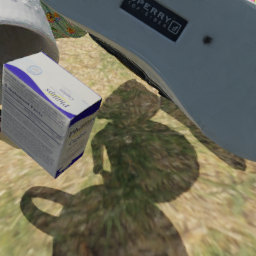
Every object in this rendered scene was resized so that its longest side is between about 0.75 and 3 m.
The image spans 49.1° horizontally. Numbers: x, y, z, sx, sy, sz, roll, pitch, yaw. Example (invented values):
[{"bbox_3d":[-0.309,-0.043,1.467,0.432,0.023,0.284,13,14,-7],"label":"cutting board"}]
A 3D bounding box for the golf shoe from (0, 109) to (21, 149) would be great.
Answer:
[{"bbox_3d":[-2.103,-0.061,4.022,0.638,1.652,0.728,8,60,34],"label":"golf shoe"}]

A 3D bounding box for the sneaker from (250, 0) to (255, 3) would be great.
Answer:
[{"bbox_3d":[2.044,-1.224,3.162,1.150,1.054,2.746,20,3,30],"label":"sneaker"}]

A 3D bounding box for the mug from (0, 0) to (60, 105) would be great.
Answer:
[{"bbox_3d":[-2.508,-1.569,4.328,1.896,2.569,2.252,-2,62,-52],"label":"mug"}]

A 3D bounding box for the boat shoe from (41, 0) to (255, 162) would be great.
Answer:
[{"bbox_3d":[0.457,-0.767,2.463,2.636,0.933,1.197,37,15,-5],"label":"boat shoe"}]

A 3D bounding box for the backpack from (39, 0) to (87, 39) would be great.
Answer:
[{"bbox_3d":[-1.672,-3.080,5.847,1.650,2.606,2.175,10,56,36],"label":"backpack"}]

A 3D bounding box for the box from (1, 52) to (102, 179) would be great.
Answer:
[{"bbox_3d":[-0.952,-0.140,3.349,1.003,1.090,0.572,38,44,12],"label":"box"}]
